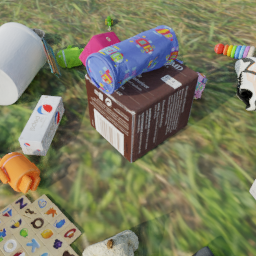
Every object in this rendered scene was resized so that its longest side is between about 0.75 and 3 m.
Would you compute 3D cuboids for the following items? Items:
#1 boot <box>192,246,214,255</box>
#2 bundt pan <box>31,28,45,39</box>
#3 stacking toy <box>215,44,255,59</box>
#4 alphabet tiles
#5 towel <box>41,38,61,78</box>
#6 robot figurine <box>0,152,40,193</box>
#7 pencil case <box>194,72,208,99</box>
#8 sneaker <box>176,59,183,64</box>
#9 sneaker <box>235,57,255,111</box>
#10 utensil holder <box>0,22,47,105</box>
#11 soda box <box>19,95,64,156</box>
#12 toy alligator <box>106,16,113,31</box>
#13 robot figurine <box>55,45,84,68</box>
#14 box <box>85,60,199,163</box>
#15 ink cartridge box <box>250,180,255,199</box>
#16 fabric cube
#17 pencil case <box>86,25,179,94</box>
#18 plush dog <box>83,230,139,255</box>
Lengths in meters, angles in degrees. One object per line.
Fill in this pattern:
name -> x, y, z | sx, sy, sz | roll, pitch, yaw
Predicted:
boot -> 2.088, 3.181, 5.645 | 1.429, 0.569, 1.733 | -22, 46, -23
bundt pan -> -4.294, -3.894, 12.427 | 1.291, 0.484, 1.291 | 0, 45, 0
stacking toy -> 4.413, -3.224, 11.716 | 1.559, 0.666, 0.666 | 21, 49, 23
alphabet tiles -> -2.286, 2.601, 6.484 | 2.279, 0.072, 1.896 | 34, 55, 29
towel -> -2.709, -2.425, 9.901 | 0.178, 1.206, 1.645 | -19, 7, -4
robot figurine -> -2.887, 1.146, 7.399 | 1.317, 0.768, 0.947 | 35, 58, 29
pencil case -> 1.716, -1.728, 10.060 | 2.145, 0.938, 0.938 | 22, 50, 17
sneaker -> 1.804, -2.772, 11.350 | 0.835, 0.482, 0.337 | 16, 49, 15
sneaker -> 4.297, -1.633, 9.929 | 1.072, 0.987, 2.679 | -6, 46, -3
utensil holder -> -4.191, -2.227, 9.832 | 1.966, 1.966, 2.314 | 8, 48, 7
soda box -> -2.616, -0.124, 8.698 | 0.690, 0.645, 2.025 | 5, 46, 5
toy alligator -> -0.923, -5.236, 13.819 | 0.357, 0.327, 1.204 | -3, 46, -3
robot figurine -> -2.293, -2.819, 11.224 | 1.226, 0.709, 1.076 | -12, 51, -9
box -> 0.369, -0.776, 8.334 | 2.507, 2.058, 2.080 | -32, 55, -27
ink cartridge box -> 4.612, 0.634, 6.663 | 2.869, 2.527, 0.641 | -15, 48, -15
fabric cube -> -0.708, -2.263, 8.911 | 1.045, 1.049, 1.029 | 53, 44, 5
pencil case -> 0.178, -1.717, 6.960 | 2.565, 1.114, 1.001 | -32, 80, -33
plush dog -> -0.214, 2.839, 5.770 | 1.295, 1.039, 1.112 | -18, 74, -15
